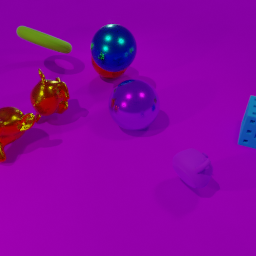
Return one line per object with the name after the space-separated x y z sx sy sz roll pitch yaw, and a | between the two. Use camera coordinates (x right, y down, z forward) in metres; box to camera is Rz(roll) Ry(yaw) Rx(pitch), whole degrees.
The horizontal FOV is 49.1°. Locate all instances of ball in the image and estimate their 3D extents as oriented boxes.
0.159 -0.605 7.361 1.354 1.354 1.354 0 40 0 | ball
-0.594 -2.315 9.441 1.287 1.287 1.287 0 40 0 | ball
-0.411 -2.306 8.125 1.341 1.341 1.341 0 40 0 | ball

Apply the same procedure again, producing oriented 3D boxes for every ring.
-2.869 -3.042 9.704 1.888 0.378 1.888 20 13 -5 | ring

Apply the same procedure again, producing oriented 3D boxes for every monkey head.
-2.165 -0.933 7.619 0.999 1.658 1.193 -1 41 -25 | monkey head
-2.919 0.125 6.753 1.754 1.262 1.057 -10 7 44 | monkey head

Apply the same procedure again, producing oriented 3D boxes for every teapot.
1.350 0.777 5.733 0.674 1.376 0.856 -42 86 -11 | teapot

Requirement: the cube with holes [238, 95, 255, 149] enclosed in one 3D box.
3.421 -0.097 7.064 0.936 0.936 0.936 15 42 17 | cube with holes
